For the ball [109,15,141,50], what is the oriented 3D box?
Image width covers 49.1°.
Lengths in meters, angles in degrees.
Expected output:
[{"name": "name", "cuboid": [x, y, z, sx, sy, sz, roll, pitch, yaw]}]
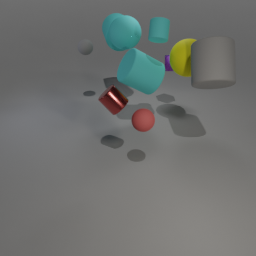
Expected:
[{"name": "ball", "cuboid": [-0.123, -4.102, 12.080, 1.400, 1.400, 1.400, 0, 30, 0]}]

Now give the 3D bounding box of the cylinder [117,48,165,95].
[{"name": "cylinder", "cuboid": [0.500, -2.213, 11.073, 1.400, 1.400, 1.400, 21, 21, -27]}]

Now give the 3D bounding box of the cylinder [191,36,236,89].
[{"name": "cylinder", "cuboid": [2.787, -2.094, 9.201, 1.400, 1.400, 1.400, 0, -4, 0]}]

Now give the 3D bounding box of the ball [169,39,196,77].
[{"name": "ball", "cuboid": [2.269, -2.639, 10.573, 1.400, 1.400, 1.400, 0, 30, 0]}]

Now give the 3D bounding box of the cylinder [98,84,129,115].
[{"name": "cylinder", "cuboid": [-0.460, -0.892, 8.854, 0.700, 0.700, 0.700, -40, 17, 15]}]

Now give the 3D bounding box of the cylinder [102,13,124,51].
[{"name": "cylinder", "cuboid": [-0.482, -4.644, 13.559, 1.400, 1.400, 1.400, -6, 39, -10]}]

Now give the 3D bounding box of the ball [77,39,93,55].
[{"name": "ball", "cuboid": [-1.904, -3.617, 12.514, 0.700, 0.700, 0.700, 0, 30, 0]}]

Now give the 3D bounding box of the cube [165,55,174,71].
[{"name": "cube", "cuboid": [2.136, -2.917, 12.584, 0.700, 0.700, 0.700, -10, 14, -41]}]

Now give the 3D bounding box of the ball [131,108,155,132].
[{"name": "ball", "cuboid": [0.452, -0.233, 8.341, 0.700, 0.700, 0.700, 0, 30, 0]}]

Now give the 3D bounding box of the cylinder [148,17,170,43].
[{"name": "cylinder", "cuboid": [1.094, -3.437, 9.868, 0.700, 0.700, 0.700, 6, 2, 0]}]
